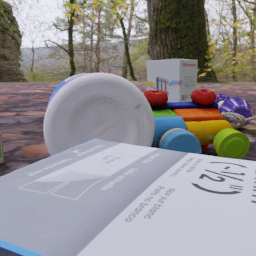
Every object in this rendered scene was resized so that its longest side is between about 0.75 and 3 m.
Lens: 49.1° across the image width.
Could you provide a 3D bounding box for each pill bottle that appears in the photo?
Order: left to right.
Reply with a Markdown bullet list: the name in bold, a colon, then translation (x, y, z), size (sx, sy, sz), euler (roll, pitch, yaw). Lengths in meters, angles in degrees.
- **pill bottle**: translation (-0.630, -0.186, 4.692), size (1.452, 1.452, 2.587), euler (-3, 10, -14)

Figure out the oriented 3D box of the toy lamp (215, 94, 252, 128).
- **toy lamp**: translation (2.893, -0.523, 8.079), size (0.854, 0.854, 2.935), euler (2, 9, 9)

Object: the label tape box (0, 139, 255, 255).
- **label tape box**: translation (0.589, 0.818, 0.802), size (2.965, 0.980, 2.125), euler (4, 12, 26)

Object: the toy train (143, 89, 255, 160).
- **toy train**: translation (1.504, 0.046, 4.726), size (2.640, 1.117, 1.528), euler (-3, 22, -13)

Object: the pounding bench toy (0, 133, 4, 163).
- **pounding bench toy**: translation (-2.407, 0.182, 4.432), size (0.624, 0.800, 0.497), euler (7, 13, 29)

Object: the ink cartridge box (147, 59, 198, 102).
- **ink cartridge box**: translation (1.596, -1.510, 10.105), size (1.375, 1.902, 1.382), euler (9, 14, 37)
